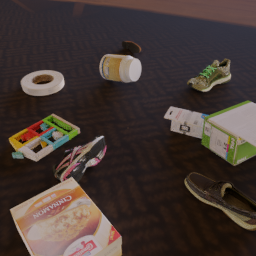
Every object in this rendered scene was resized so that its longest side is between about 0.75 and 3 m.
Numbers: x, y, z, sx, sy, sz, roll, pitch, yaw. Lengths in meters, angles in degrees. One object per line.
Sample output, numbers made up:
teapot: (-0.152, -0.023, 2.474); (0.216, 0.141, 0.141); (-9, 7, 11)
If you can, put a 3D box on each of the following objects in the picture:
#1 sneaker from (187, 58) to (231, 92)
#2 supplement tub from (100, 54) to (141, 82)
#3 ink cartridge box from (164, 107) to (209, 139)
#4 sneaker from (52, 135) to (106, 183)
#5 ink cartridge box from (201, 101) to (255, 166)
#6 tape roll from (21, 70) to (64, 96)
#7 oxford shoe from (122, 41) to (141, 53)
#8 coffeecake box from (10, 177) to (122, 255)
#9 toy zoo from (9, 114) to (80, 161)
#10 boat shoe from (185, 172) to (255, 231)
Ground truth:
sneaker: (3.749, -2.544, 12.854); (2.669, 1.183, 1.026); (-25, 44, -29)
supplement tub: (-0.346, -2.749, 12.931); (1.660, 1.201, 1.201); (14, 39, 32)
ink cartridge box: (2.156, -0.223, 10.364); (1.529, 0.510, 0.886); (16, 40, 19)
sneaker: (-1.531, 0.847, 8.720); (0.904, 0.841, 2.095); (21, 41, 27)
ink cartridge box: (4.145, 0.404, 8.797); (2.187, 1.121, 2.959); (-20, 36, -24)
tape roll: (-3.937, -2.108, 12.970); (1.930, 0.353, 1.930); (-1, 38, 0)
oxford shoe: (0.313, -4.798, 16.357); (0.573, 0.573, 1.607); (-19, 40, -30)
coffeecake box: (-1.474, 2.454, 6.600); (1.712, 0.815, 2.230); (-25, 44, -29)
toy zoo: (-3.041, 0.351, 9.836); (1.515, 0.236, 2.310); (26, 44, 30)
boat shoe: (2.575, 1.764, 7.569); (2.273, 0.737, 0.832); (29, 46, 33)
